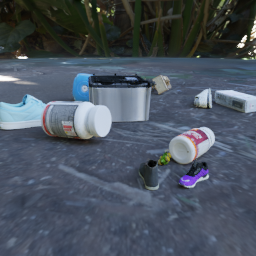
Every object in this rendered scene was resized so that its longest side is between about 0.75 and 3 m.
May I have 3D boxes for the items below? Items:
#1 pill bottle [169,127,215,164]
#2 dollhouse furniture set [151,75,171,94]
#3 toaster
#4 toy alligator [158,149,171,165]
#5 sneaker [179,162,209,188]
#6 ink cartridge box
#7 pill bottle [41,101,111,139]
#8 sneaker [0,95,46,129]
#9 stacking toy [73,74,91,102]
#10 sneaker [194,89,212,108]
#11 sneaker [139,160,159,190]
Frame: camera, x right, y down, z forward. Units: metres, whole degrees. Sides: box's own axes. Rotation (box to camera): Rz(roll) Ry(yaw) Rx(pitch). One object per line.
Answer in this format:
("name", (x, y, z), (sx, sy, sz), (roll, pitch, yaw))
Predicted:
("pill bottle", (1.833, 0.441, 7.863), (0.774, 0.774, 1.413), (15, 23, 38))
("dollhouse furniture set", (1.998, -2.605, 17.483), (1.118, 0.955, 2.158), (-26, 0, 21))
("toaster", (-0.389, -1.361, 11.960), (2.545, 1.670, 2.815), (-2, 18, -9))
("toy alligator", (1.044, 0.811, 7.627), (0.296, 0.214, 0.892), (-28, 6, 26))
("sneaker", (1.533, 1.027, 6.513), (0.983, 0.489, 0.342), (-15, 24, -41))
("ink cartridge box", (6.153, -1.428, 13.872), (2.832, 0.808, 2.302), (-10, 20, -17))
("pill bottle", (-1.677, -0.259, 9.090), (2.066, 1.197, 1.197), (4, 18, 27))
("sneaker", (-3.501, -0.725, 10.831), (2.856, 1.170, 1.056), (-13, 23, -35))
("stacking toy", (-1.842, -2.108, 15.292), (1.399, 1.480, 2.549), (10, 9, 15))
("sneaker", (3.759, -1.510, 14.070), (0.816, 0.774, 2.027), (-5, 15, 16))
("sneaker", (0.517, 0.936, 6.624), (0.417, 0.592, 1.115), (-3, 18, -9))
